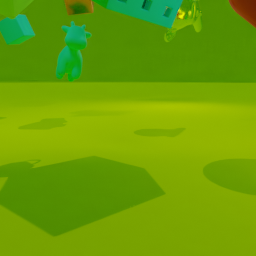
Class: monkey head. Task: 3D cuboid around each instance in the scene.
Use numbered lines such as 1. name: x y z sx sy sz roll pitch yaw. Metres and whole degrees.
1. monkey head: 1.505 -3.231 7.989 1.143 1.897 1.365 -6 -24 26

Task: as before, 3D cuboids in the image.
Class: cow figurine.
1. cow figurine: -1.836 -2.447 9.124 0.944 1.693 1.720 10 -1 -20

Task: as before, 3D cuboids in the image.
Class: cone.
1. cone: 2.301 -1.807 4.364 1.471 1.477 1.471 10 -30 6

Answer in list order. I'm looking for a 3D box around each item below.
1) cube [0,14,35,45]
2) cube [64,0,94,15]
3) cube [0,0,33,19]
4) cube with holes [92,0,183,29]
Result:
1. cube: -4.011 -3.532 10.062 0.788 0.788 0.788 -20 13 17
2. cube: -1.586 -4.263 9.039 0.850 0.850 0.850 -5 47 2
3. cube: -2.113 -2.864 4.521 1.276 1.276 1.276 27 -32 -2
4. cube with holes: 0.083 -2.616 4.482 1.354 1.354 1.354 -1 34 -39
